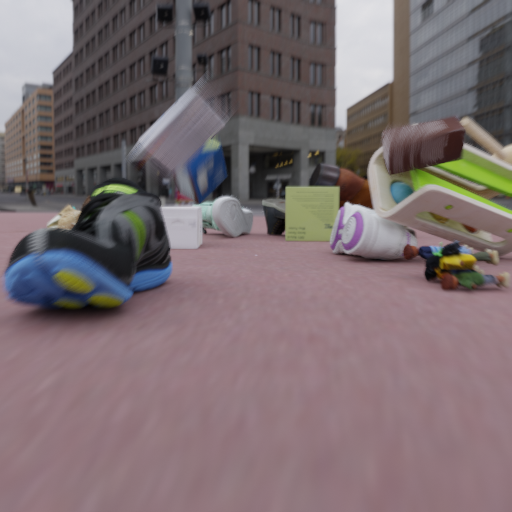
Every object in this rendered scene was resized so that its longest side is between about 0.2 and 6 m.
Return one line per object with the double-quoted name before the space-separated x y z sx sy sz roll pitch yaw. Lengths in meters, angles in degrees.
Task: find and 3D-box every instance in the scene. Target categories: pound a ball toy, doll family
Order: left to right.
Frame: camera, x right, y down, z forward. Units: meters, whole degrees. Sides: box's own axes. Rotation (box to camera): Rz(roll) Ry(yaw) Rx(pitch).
"doll family" 2.405 0.103 6.984 0.888 0.603 1.536 -4 1 -1
"pound a ball toy" 3.537 -1.271 9.953 3.346 2.182 1.421 14 -32 -30

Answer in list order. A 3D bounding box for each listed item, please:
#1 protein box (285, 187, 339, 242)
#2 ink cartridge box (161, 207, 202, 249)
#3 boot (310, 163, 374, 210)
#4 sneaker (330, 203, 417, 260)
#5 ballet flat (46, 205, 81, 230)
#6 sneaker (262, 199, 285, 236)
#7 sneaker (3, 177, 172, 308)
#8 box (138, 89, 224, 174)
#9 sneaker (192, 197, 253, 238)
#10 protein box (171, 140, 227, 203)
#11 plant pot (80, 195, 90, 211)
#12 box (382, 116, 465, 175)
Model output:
"protein box" 1.436 -1.078 14.402 1.352 1.362 0.919 1 6 6
"ink cartridge box" -1.687 -0.645 12.450 0.911 0.895 1.237 0 6 -1
"boot" 2.715 -1.241 16.029 3.067 2.887 1.050 15 45 -12
"sneaker" 2.131 -0.335 10.352 1.337 1.005 2.683 13 10 -3
"ballet flat" -4.475 -0.681 13.173 0.885 0.956 2.711 -19 9 -22
"sneaker" 0.801 -1.024 15.919 0.719 1.021 1.923 -11 16 -19
"sneaker" -1.620 -0.171 5.801 1.104 1.290 3.114 -1 5 6
"box" -1.316 -2.210 10.063 0.266 1.291 1.007 49 7 33
"sneaker" -1.229 -1.093 15.941 1.698 1.060 2.879 7 -2 13
"protein box" -1.333 -2.030 13.047 0.720 1.060 1.067 32 -24 24
"plant pot" -3.385 -0.848 13.141 1.334 1.334 1.321 -2 13 -21
"box" 2.454 -1.630 8.263 1.111 0.556 0.416 -10 44 5
